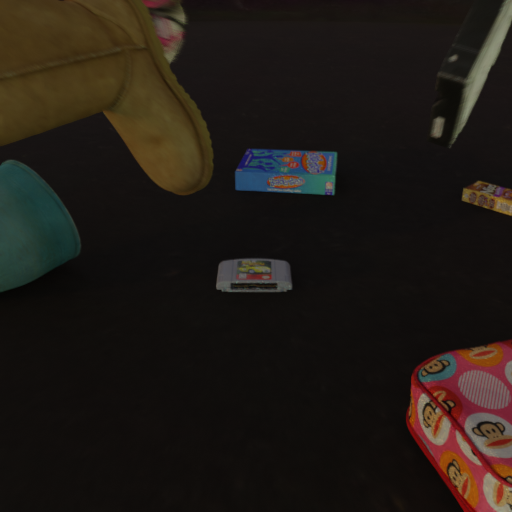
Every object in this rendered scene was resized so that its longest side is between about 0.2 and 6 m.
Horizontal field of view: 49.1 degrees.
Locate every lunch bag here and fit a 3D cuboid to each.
[{"bbox_3d":[2.797,1.682,5.318,2.254,0.923,1.985,-8,29,-14],"label":"lunch bag"}]

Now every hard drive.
[{"bbox_3d":[2.232,-2.078,5.639,0.318,1.173,1.680,23,75,19],"label":"hard drive"}]

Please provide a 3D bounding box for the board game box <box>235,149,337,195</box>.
[{"bbox_3d":[0.718,-1.907,12.534,2.132,0.480,1.622,4,28,7],"label":"board game box"}]

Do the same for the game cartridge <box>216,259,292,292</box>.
[{"bbox_3d":[-0.031,0.295,8.712,1.138,0.233,0.757,0,24,-1],"label":"game cartridge"}]

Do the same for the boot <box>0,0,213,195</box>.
[{"bbox_3d":[-1.850,-1.401,5.517,0.952,2.520,2.877,-20,12,34],"label":"boot"}]

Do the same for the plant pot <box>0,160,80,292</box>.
[{"bbox_3d":[-3.844,-0.230,8.267,1.777,1.777,1.669,20,48,33],"label":"plant pot"}]

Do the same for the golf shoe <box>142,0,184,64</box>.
[{"bbox_3d":[-1.990,-3.467,9.468,1.225,1.553,3.373,8,45,16],"label":"golf shoe"}]

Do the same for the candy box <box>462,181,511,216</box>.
[{"bbox_3d":[4.837,-1.183,11.375,0.631,0.305,1.081,-25,35,-36],"label":"candy box"}]
